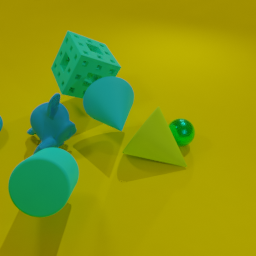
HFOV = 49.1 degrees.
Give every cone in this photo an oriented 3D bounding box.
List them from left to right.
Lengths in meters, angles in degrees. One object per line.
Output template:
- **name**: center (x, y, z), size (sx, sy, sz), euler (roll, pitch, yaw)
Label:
- **cone**: center (-0.342, -0.353, 7.224), size (1.446, 1.446, 1.451), euler (-10, 38, -11)
- **cone**: center (0.919, 0.518, 7.253), size (1.546, 1.540, 1.540), euler (38, 48, 4)

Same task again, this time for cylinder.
- **cylinder**: center (-1.627, 1.035, 5.622), size (1.131, 1.131, 1.131), euler (-1, 5, -2)

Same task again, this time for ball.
- **ball**: center (1.446, 0.120, 7.709), size (0.786, 0.786, 0.786), euler (0, 40, 0)

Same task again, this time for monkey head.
- **monkey head**: center (-2.129, 0.004, 7.285), size (1.182, 1.961, 1.411), euler (48, 44, -3)

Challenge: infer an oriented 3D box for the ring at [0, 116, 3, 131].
- **ring**: center (-4.185, -0.041, 7.645), size (1.437, 0.287, 1.437), euler (3, 41, -3)

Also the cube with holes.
- **cube with holes**: center (-1.322, -1.841, 8.572), size (1.363, 1.363, 1.363), euler (8, 39, -39)
